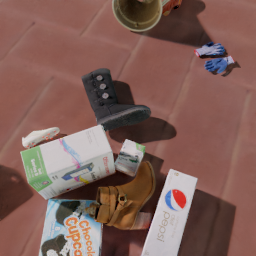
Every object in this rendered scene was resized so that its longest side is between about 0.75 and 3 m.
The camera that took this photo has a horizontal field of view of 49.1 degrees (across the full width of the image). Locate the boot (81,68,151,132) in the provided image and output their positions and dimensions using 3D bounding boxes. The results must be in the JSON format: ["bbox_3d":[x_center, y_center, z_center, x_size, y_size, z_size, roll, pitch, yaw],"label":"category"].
[{"bbox_3d":[-0.476,-1.191,10.247,1.996,0.795,2.422,-14,56,-13],"label":"boot"}]

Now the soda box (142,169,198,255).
[{"bbox_3d":[1.209,2.574,8.056,0.881,0.824,2.588,18,63,10],"label":"soda box"}]

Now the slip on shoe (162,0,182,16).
[{"bbox_3d":[2.153,-5.802,12.865,2.107,0.780,0.645,-45,103,-27],"label":"slip on shoe"}]

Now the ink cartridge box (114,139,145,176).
[{"bbox_3d":[0.065,0.978,9.176,0.723,0.417,0.989,20,63,11],"label":"ink cartridge box"}]

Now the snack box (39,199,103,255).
[{"bbox_3d":[-1.579,3.431,7.750,1.636,0.523,2.817,2,61,1],"label":"snack box"}]

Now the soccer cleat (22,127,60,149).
[{"bbox_3d":[-2.999,0.240,9.590,1.304,0.452,0.506,-27,62,-11],"label":"soccer cleat"}]

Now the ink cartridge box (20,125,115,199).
[{"bbox_3d":[-1.665,1.046,8.373,2.395,1.740,1.048,-21,63,-11],"label":"ink cartridge box"}]

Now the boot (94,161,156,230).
[{"bbox_3d":[-0.109,1.874,8.247,1.635,0.808,2.106,14,73,-18],"label":"boot"}]

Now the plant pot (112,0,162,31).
[{"bbox_3d":[0.557,-5.633,12.110,2.098,2.098,1.920,11,50,6],"label":"plant pot"}]

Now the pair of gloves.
[{"bbox_3d":[3.548,-2.887,11.472,1.303,0.185,1.621,-18,61,-8],"label":"pair of gloves"}]
